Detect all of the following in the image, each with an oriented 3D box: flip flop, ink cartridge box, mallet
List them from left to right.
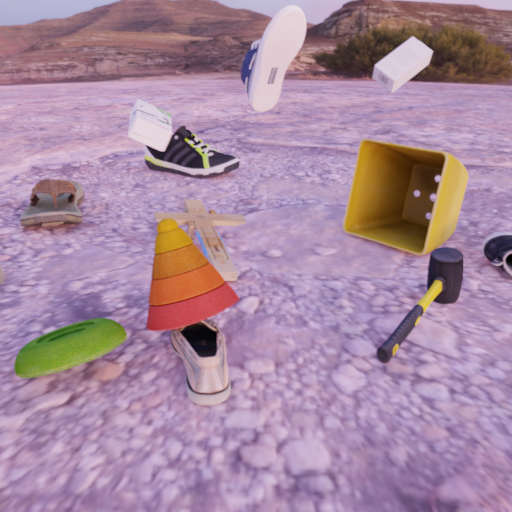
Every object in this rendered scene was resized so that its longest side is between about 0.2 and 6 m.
[{"bbox_3d":[-4.804,-1.439,13.416,1.384,0.982,3.412,-3,23,-8],"label":"flip flop"},{"bbox_3d":[-2.086,-2.585,11.062,0.764,0.441,1.046,20,29,-23],"label":"ink cartridge box"},{"bbox_3d":[2.504,0.657,8.456,0.559,0.895,2.718,15,27,33],"label":"mallet"}]

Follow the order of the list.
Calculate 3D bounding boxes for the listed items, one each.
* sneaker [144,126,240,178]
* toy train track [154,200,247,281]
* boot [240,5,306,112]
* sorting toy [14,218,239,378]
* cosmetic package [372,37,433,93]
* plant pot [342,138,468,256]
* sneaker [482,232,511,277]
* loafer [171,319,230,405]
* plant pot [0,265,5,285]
[{"bbox_3d":[-2.149,-3.282,17.327,3.417,1.415,1.225,9,24,22],"label":"sneaker"},{"bbox_3d":[-1.004,-0.262,11.294,1.929,0.547,3.364,0,27,-18],"label":"toy train track"},{"bbox_3d":[0.157,-3.040,8.281,0.622,1.711,0.773,-6,55,-27],"label":"boot"},{"bbox_3d":[-2.269,0.567,7.194,4.084,1.407,1.416,-18,8,-22],"label":"sorting toy"},{"bbox_3d":[2.831,-3.707,10.859,1.066,0.380,0.541,-39,70,-12],"label":"cosmetic package"},{"bbox_3d":[3.358,-1.283,11.960,1.803,2.044,2.044,-4,19,-44],"label":"plant pot"},{"bbox_3d":[5.252,0.029,10.219,2.023,0.764,1.151,0,22,14],"label":"sneaker"},{"bbox_3d":[-0.737,1.154,7.547,0.742,0.649,2.065,-6,23,-13],"label":"loafer"},{"bbox_3d":[-5.176,0.103,9.843,1.282,0.861,1.282,0,22,0],"label":"plant pot"}]
